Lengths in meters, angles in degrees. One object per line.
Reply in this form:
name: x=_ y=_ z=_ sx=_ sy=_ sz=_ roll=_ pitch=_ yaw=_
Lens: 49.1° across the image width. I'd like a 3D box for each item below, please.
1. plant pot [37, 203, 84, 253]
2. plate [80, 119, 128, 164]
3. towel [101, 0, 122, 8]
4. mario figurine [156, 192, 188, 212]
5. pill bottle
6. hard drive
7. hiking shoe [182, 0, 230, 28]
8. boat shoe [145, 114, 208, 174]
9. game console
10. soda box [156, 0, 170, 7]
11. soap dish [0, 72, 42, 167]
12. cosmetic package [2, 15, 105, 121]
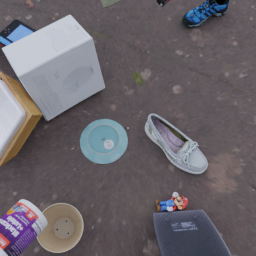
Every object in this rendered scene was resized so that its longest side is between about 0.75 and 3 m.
plant pot: x=-2.007 y=3.041 z=8.553 sx=1.366 sy=0.917 sz=1.366 roll=1 pitch=69 yaw=-3
plate: x=-0.870 y=0.428 z=10.043 sx=1.726 sy=0.221 sz=1.726 roll=0 pitch=66 yaw=0
towel: x=-0.370 y=-4.917 z=8.806 sx=1.723 sy=1.659 sz=0.298 roll=-20 pitch=30 yaw=10
mario figurine: x=1.433 y=2.380 z=9.065 sx=1.017 sy=0.539 sz=0.628 roll=-9 pitch=66 yaw=-2
pill bottle: x=-2.185 y=2.017 z=5.098 sx=0.733 sy=0.733 sz=1.316 roll=33 pitch=51 yaw=13
hard drive: x=1.736 y=3.339 z=7.767 sx=1.820 sy=2.698 sz=0.571 roll=-3 pitch=112 yaw=-6
hiking shoe: x=3.306 y=-5.103 z=11.925 sx=2.274 sy=0.986 sz=0.846 roll=-28 pitch=70 yaw=-11
boat shoe: x=1.645 y=0.528 z=9.655 sx=0.970 sy=0.844 sz=2.633 roll=-40 pitch=73 yaw=-15
game console: x=-4.519 y=-3.737 z=11.242 sx=2.033 sy=1.207 sz=1.752 roll=33 pitch=71 yaw=12
soda box: x=1.391 y=-4.848 z=9.782 sx=0.509 sy=1.437 sz=0.455 roll=-43 pitch=94 yaw=-8
soap dish: x=-4.073 y=-0.261 z=9.336 sx=1.969 sy=1.017 sz=2.503 roll=49 pitch=117 yaw=18
cosmetic package: x=-2.424 y=-2.001 z=9.705 sx=2.532 sy=2.524 sz=1.556 roll=-33 pitch=62 yaw=-13
